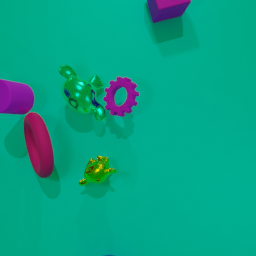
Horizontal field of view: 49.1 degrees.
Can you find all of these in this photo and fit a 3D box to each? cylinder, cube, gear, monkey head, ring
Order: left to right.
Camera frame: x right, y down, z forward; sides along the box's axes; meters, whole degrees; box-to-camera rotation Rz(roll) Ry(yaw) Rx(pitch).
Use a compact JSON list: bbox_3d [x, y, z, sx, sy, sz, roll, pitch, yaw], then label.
[{"bbox_3d":[-3.010,-0.777,7.189,0.843,0.843,0.843,0,90,23],"label":"cylinder"},{"bbox_3d":[-2.362,0.454,7.352,0.352,1.762,1.762,-13,75,-30],"label":"ring"},{"bbox_3d":[-1.206,-1.062,8.022,1.330,1.114,1.849,-40,102,-14],"label":"monkey head"},{"bbox_3d":[-0.751,1.219,7.580,1.188,0.855,0.716,-24,43,20],"label":"monkey head"},{"bbox_3d":[-0.204,-0.865,7.736,1.084,0.200,1.084,-4,82,34],"label":"gear"},{"bbox_3d":[1.212,-4.073,8.731,1.036,1.036,1.036,-16,91,-4],"label":"cube"}]
